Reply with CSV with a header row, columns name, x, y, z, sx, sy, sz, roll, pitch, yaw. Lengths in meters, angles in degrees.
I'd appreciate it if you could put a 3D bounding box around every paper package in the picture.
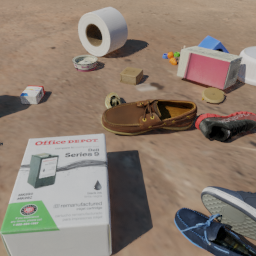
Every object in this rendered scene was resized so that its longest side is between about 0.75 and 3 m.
name,x,y,z,sx,sy,sz,roll,pitch,yaw
paper package,0.138,-2.162,11.598,0.773,0.419,0.811,14,39,18

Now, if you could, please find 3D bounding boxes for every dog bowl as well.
name,x,y,z,sx,sy,sz,roll,pitch,yaw
dog bowl,-1.923,-2.902,12.624,1.118,0.412,1.118,0,35,0

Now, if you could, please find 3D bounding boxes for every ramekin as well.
name,x,y,z,sx,sy,sz,roll,pitch,yaw
ramekin,5.608,-2.643,11.732,2.206,1.027,2.206,-1,36,0

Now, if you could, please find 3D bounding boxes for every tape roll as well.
name,x,y,z,sx,sy,sz,roll,pitch,yaw
tape roll,-1.216,-4.693,13.686,2.060,2.060,1.415,23,41,29

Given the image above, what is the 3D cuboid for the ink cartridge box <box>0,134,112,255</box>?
name,x,y,z,sx,sy,sz,roll,pitch,yaw
ink cartridge box,-1.384,1.362,6.154,1.939,1.116,2.656,-4,36,-5

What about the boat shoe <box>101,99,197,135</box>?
name,x,y,z,sx,sy,sz,roll,pitch,yaw
boat shoe,0.662,-0.463,8.474,2.946,0.995,1.060,-3,66,-7

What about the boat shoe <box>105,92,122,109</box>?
name,x,y,z,sx,sy,sz,roll,pitch,yaw
boat shoe,-0.455,-0.883,9.642,0.598,0.635,1.668,-3,37,-9

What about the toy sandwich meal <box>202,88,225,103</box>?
name,x,y,z,sx,sy,sz,roll,pitch,yaw
toy sandwich meal,3.136,-1.169,10.361,0.901,0.309,0.901,0,49,0

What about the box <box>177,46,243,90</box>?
name,x,y,z,sx,sy,sz,roll,pitch,yaw
box,3.218,-2.445,11.169,2.074,1.130,1.326,25,33,32

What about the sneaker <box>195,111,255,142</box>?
name,x,y,z,sx,sy,sz,roll,pitch,yaw
sneaker,3.083,-0.017,8.415,1.984,0.701,0.969,-3,36,0

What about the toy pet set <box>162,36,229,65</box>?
name,x,y,z,sx,sy,sz,roll,pitch,yaw
toy pet set,3.234,-3.666,12.890,2.503,1.329,2.337,-14,38,-17

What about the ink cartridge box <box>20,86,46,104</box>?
name,x,y,z,sx,sy,sz,roll,pitch,yaw
ink cartridge box,-3.522,-1.294,10.462,0.601,0.348,1.034,3,35,3

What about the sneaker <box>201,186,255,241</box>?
name,x,y,z,sx,sy,sz,roll,pitch,yaw
sneaker,2.952,1.486,5.999,2.473,0.940,1.787,25,53,16

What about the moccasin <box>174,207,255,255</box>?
name,x,y,z,sx,sy,sz,roll,pitch,yaw
moccasin,1.791,2.099,5.554,1.876,0.640,0.755,27,44,32
